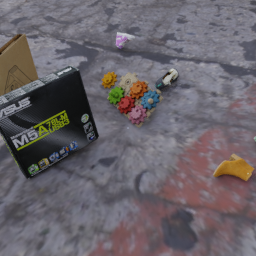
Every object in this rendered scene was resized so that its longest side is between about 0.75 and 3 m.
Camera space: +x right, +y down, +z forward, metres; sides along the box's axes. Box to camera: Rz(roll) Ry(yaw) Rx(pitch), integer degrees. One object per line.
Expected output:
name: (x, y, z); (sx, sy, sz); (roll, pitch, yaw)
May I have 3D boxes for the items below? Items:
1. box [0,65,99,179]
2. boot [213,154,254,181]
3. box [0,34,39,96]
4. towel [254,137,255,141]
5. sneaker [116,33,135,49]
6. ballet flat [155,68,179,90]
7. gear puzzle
box: (-1.856, -0.120, 6.578); (2.114, 2.042, 0.502); (-31, 43, -25)
boot: (2.551, 1.050, 6.705); (0.922, 0.325, 0.660); (-33, 58, -24)
box: (-2.907, -0.955, 7.315); (0.248, 2.331, 1.906); (8, 45, 11)
towel: (4.278, 0.687, 6.904); (1.474, 0.303, 1.975); (-9, 37, -4)
sneaker: (-0.120, -3.434, 11.154); (0.388, 0.611, 1.072); (5, 16, -35)
ballet flat: (1.419, -1.712, 9.465); (0.474, 0.474, 1.298); (29, 52, 27)
gear puzzle: (-0.061, -1.133, 8.513); (1.233, 0.312, 2.380); (-50, 54, 6)
